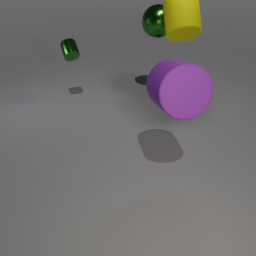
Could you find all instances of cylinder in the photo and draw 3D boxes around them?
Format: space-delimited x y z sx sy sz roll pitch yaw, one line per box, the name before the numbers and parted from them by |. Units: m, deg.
cylinder | 2.139 -4.321 11.031 1.400 1.400 1.400 -5 -6 0
cylinder | 1.319 -1.068 7.447 1.400 1.400 1.400 -5 19 -8
cylinder | -2.479 -3.341 11.996 0.700 0.700 0.700 -14 74 -23

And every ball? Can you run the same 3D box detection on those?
ball | 1.305 -4.679 12.297 1.400 1.400 1.400 0 31 0
